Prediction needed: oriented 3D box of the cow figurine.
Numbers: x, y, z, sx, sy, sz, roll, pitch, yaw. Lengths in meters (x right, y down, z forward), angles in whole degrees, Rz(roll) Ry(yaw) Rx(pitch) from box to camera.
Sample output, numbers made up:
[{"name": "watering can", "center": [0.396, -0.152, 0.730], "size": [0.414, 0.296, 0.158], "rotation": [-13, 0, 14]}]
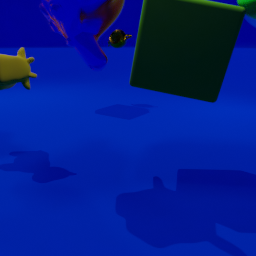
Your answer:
[{"name": "cow figurine", "center": [-2.381, -1.074, 5.463], "size": [1.396, 0.779, 1.419], "rotation": [-6, 8, 0]}]

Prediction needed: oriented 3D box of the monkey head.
[{"name": "monkey head", "center": [-0.476, -1.647, 4.025], "size": [1.187, 1.417, 1.969], "rotation": [-38, 12, -14]}]

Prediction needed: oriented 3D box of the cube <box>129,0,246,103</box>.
[{"name": "cube", "center": [0.838, -1.325, 4.388], "size": [1.312, 1.312, 1.312], "rotation": [12, 26, 3]}]

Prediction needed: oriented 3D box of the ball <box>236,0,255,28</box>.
[{"name": "ball", "center": [2.247, -2.059, 4.017], "size": [1.311, 1.311, 1.311], "rotation": [0, 18, 0]}]

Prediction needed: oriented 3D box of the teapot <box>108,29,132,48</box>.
[{"name": "teapot", "center": [-0.363, -3.241, 10.325], "size": [1.106, 0.688, 0.542], "rotation": [-12, -10, 27]}]
